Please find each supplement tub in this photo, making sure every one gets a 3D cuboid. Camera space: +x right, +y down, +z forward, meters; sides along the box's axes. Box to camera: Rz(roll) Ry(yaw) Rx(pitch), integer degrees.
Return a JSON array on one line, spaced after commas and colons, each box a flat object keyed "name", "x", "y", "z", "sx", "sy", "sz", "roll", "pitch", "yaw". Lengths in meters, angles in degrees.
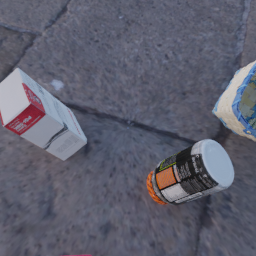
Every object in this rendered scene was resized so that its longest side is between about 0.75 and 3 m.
[{"name": "supplement tub", "x": 1.347, "y": 1.094, "z": 6.423, "sx": 1.124, "sy": 1.835, "sz": 1.124, "roll": 22, "pitch": 52, "yaw": -31}]

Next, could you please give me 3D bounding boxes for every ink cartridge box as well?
[{"name": "ink cartridge box", "x": -2.168, "y": -0.275, "z": 7.088, "sx": 0.864, "sy": 2.085, "sz": 1.530, "roll": -39, "pitch": 50, "yaw": 5}]

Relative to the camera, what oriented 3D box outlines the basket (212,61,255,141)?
[{"name": "basket", "x": 3.585, "y": -0.754, "z": 6.941, "sx": 1.780, "sy": 2.559, "sz": 2.256, "roll": 39, "pitch": 80, "yaw": -12}]
